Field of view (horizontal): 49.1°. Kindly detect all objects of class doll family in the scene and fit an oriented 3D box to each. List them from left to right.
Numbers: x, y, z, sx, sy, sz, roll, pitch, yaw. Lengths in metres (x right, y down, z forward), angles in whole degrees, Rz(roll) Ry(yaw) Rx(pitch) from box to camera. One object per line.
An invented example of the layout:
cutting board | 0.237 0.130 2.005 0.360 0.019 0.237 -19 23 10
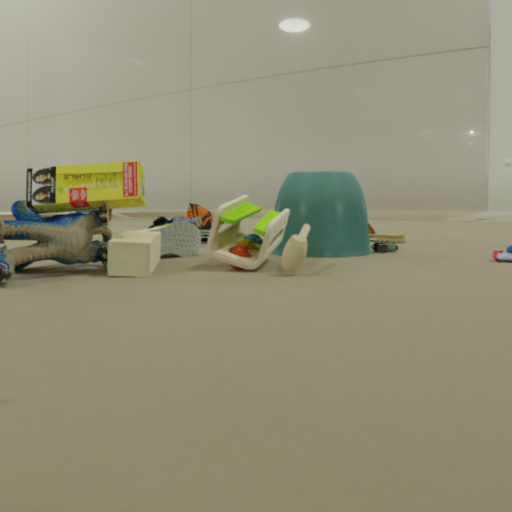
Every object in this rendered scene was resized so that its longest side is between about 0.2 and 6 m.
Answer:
doll family | -2.168 -0.660 14.259 1.133 0.769 1.961 -6 3 18

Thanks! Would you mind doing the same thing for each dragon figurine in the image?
dragon figurine | -3.407 -0.339 9.328 1.977 1.170 3.977 -1 7 -10

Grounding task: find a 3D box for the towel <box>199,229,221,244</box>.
towel | -1.784 -0.605 15.749 2.012 0.361 2.090 2 7 18

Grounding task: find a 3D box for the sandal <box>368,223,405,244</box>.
sandal | 2.987 -0.810 15.569 2.424 0.797 0.889 5 8 39

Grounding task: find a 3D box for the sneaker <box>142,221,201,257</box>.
sneaker | -1.961 -0.297 11.363 0.791 0.750 1.964 -4 1 41

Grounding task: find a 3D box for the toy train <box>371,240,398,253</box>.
toy train | 2.857 -0.189 12.431 0.635 0.271 0.362 -1 18 -33

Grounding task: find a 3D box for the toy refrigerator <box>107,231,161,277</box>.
toy refrigerator | -1.996 -0.038 9.339 0.654 0.603 1.724 2 8 -5

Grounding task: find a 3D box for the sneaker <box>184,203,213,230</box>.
sneaker | -2.266 -1.136 17.503 1.853 1.038 0.719 -2 6 -15

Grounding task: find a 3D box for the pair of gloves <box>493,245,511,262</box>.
pair of gloves | 5.851 -0.047 10.828 2.111 0.299 2.626 4 8 33

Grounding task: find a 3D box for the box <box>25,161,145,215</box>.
box | -2.692 -1.081 8.904 1.798 0.677 0.451 -3 -13 0

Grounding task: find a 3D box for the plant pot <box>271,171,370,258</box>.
plant pot | 1.400 -0.953 12.296 2.224 1.785 2.224 0 5 0

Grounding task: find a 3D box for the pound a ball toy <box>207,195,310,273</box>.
pound a ball toy | 0.141 -0.245 9.784 1.598 1.041 2.450 19 15 7
